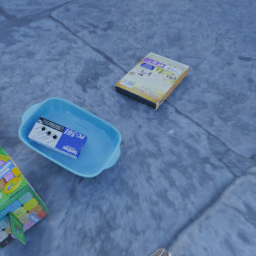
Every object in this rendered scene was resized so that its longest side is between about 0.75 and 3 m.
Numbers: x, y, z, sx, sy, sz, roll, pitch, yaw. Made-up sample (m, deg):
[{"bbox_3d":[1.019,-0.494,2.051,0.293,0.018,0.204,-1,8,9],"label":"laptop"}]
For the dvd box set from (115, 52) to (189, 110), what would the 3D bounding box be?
[{"bbox_3d":[0.898,-1.766,10.056,1.722,0.346,2.354,26,55,23],"label":"dvd box set"}]

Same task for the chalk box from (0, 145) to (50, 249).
[{"bbox_3d":[-2.799,1.673,6.381,1.317,1.327,2.125,-36,53,-22],"label":"chalk box"}]

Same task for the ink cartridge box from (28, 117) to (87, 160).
[{"bbox_3d":[-1.950,0.279,7.848,1.462,0.323,0.687,23,68,4],"label":"ink cartridge box"}]

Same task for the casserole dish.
[{"bbox_3d":[-1.611,0.302,7.938,2.987,0.580,1.809,28,60,10],"label":"casserole dish"}]

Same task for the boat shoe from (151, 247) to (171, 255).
[{"bbox_3d":[0.200,2.828,5.397,1.632,0.586,0.486,-31,78,-35],"label":"boat shoe"}]
